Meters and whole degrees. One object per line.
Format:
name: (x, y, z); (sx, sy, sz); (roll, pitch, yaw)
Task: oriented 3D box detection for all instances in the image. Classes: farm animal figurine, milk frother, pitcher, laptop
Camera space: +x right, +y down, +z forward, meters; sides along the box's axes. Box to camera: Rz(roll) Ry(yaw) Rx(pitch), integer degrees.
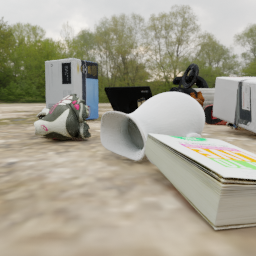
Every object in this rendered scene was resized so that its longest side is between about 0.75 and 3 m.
farm animal figurine: (1.063, -0.274, 7.287); (1.840, 0.959, 1.820); (-8, -5, -8)
milk frother: (3.167, -1.573, 12.298); (2.235, 2.144, 2.376); (-3, -6, -21)
pitcher: (0.610, 0.062, 4.259); (1.620, 0.982, 1.390); (-17, 38, -40)
laptop: (0.597, -1.281, 13.832); (2.476, 1.443, 2.793); (4, 8, 31)

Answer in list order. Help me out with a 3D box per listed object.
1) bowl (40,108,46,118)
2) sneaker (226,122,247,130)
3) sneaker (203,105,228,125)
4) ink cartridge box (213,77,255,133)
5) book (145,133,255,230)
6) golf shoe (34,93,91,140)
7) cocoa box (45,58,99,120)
bowl: (-3.354, -0.744, 12.785); (1.330, 0.598, 1.330); (-1, 6, 0)
sneaker: (3.263, -0.081, 8.037); (0.397, 0.330, 0.881); (-12, 5, -30)
sneaker: (3.670, -0.498, 9.292); (0.987, 0.839, 2.276); (-4, 7, -41)
ink cartridge box: (3.625, -0.554, 6.650); (2.014, 1.173, 2.785); (-1, 14, -13)
book: (0.906, 0.390, 2.732); (1.054, 0.379, 1.577); (4, 10, -16)
golf shoe: (-1.655, -0.287, 6.811); (1.156, 1.013, 2.624); (-9, 8, -15)
cocoa box: (-2.267, -1.526, 11.518); (1.594, 2.391, 1.569); (4, 7, 31)
